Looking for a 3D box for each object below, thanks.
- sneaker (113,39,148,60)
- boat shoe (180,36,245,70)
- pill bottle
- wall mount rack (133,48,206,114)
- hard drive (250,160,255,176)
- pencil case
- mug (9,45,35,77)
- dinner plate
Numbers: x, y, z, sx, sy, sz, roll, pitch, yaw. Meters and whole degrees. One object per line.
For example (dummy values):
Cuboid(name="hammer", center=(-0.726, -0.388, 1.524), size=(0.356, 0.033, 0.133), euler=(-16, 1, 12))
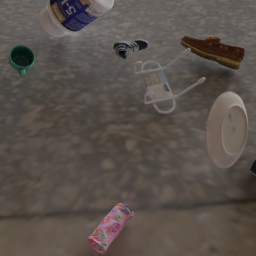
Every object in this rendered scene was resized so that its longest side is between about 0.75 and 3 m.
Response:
Cuboid(name="sneaker", center=(0.121, -2.650, 9.451), size=(1.205, 0.422, 0.654), euler=(-4, 49, -5))
Cuboid(name="boat shoe", center=(2.842, -2.687, 9.445), size=(2.173, 0.734, 0.782), euler=(27, 11, 16))
Cuboid(name="pill bottle", center=(-1.953, -4.398, 10.137), size=(2.618, 1.567, 1.567), euler=(-19, 33, 37))
Cuboid(name="wall mount rack", center=(1.153, -1.479, 8.197), size=(1.755, 0.753, 2.020), euler=(-14, 62, -6))
Cuboid(name="hard drive", center=(4.435, 1.261, 5.935), size=(1.989, 0.469, 2.851), euler=(-26, 49, -24))
Cuboid(name="pencil case", center=(-0.319, 1.910, 5.388), size=(0.437, 0.437, 0.999), euler=(28, 49, 25))
Cuboid(name="mug", center=(-3.284, -2.022, 8.530), size=(0.714, 0.537, 0.869), euler=(33, 67, -17))
Cuboid(name="dinner plate", center=(2.356, 0.056, 6.382), size=(1.769, 1.769, 0.214), euler=(-39, 27, -32))
